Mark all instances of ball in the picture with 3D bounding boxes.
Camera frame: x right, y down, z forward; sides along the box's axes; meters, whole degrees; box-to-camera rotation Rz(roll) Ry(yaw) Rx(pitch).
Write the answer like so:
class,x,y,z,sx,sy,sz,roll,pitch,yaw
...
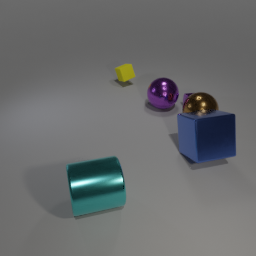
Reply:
class,x,y,z,sx,sy,sz,roll,pitch,yaw
ball,2.871,-0.724,11.113,1.400,1.400,1.400,0,33,0
ball,1.538,-1.521,12.349,1.400,1.400,1.400,0,33,0

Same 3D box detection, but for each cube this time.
class,x,y,z,sx,sy,sz,roll,pitch,yaw
cube,-0.153,-2.851,14.414,0.700,0.700,0.700,-26,23,-18
cube,2.582,0.212,9.327,1.400,1.400,1.400,-8,12,-12

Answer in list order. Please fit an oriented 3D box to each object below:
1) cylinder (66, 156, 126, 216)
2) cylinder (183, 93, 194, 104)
class,x,y,z,sx,sy,sz,roll,pitch,yaw
cylinder,-0.892,1.552,7.629,1.400,1.400,1.400,-9,34,-13
cylinder,2.893,-1.222,12.523,0.700,0.700,0.700,-4,33,-6
